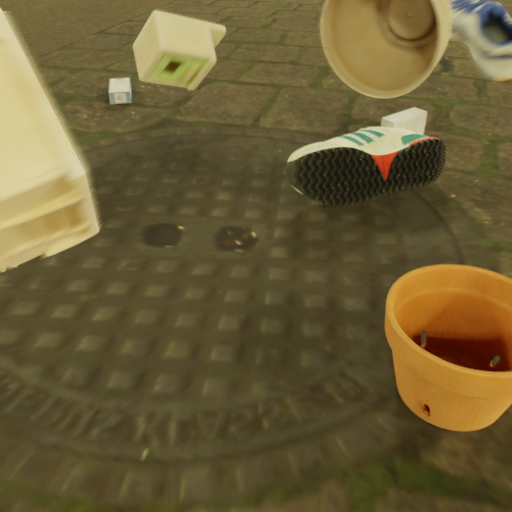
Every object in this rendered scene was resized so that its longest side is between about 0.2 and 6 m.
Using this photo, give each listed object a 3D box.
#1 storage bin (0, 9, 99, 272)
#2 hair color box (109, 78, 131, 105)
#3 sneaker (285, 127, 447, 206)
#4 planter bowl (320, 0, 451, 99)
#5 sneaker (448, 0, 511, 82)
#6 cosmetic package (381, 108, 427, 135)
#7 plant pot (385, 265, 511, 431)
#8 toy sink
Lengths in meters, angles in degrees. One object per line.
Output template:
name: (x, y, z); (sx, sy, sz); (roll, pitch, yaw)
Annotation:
storage bin: (-2.681, -1.286, 5.541); (1.170, 2.479, 2.497); (-28, 87, -16)
hair color box: (-3.660, -4.445, 15.075); (0.555, 0.340, 1.121); (-6, 37, -9)
sneaker: (1.942, -1.843, 10.884); (3.289, 1.158, 1.538); (-11, 27, -17)
planter bowl: (1.657, -2.759, 6.642); (1.490, 1.490, 1.003); (23, 46, 29)
sneaker: (3.157, -3.424, 8.014); (0.732, 0.858, 1.946); (-40, 70, -1)
cosmetic package: (3.352, -2.958, 12.779); (1.123, 0.569, 0.400); (-22, 40, -30)
plant pot: (2.334, 1.127, 6.419); (1.805, 1.263, 1.805); (0, 35, 0)
toy sink: (-0.979, -2.735, 7.623); (1.123, 0.732, 0.629); (-3, 73, -37)
